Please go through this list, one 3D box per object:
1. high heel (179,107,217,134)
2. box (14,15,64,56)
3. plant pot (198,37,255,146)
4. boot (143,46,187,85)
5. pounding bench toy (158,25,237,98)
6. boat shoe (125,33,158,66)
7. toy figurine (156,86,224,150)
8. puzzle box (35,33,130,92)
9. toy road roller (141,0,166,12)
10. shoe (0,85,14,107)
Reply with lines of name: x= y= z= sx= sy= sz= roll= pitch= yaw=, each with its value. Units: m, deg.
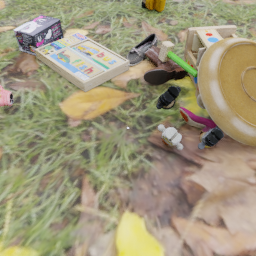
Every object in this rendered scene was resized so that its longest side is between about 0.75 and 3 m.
high heel: x=1.955 y=-0.258 z=7.698 sx=0.566 sy=0.397 sz=1.178 roll=-34 pitch=68 yaw=-16
box: x=-3.395 y=-3.599 z=10.777 sx=1.026 sy=0.891 sz=1.552 roll=22 pitch=48 yaw=21
plant pot: x=3.059 y=-1.006 z=6.849 sx=2.898 sy=0.398 sz=2.898 roll=6 pitch=72 yaw=-18
boot: x=0.913 y=-2.234 z=9.605 sx=1.652 sy=0.569 sz=1.773 roll=-8 pitch=47 yaw=-26
pounding bench toy: x=2.314 y=-1.959 z=8.645 sx=2.464 sy=1.531 sz=1.922 roll=-5 pitch=45 yaw=-5
boat shoe: x=0.486 y=-2.945 z=10.364 sx=0.627 sy=0.535 sz=1.876 roll=26 pitch=50 yaw=24
toy figurine: x=1.507 y=-0.248 z=6.905 sx=1.603 sy=1.115 sz=1.578 roll=-2 pitch=84 yaw=0
puzzle box: x=-1.649 y=-2.457 z=9.974 sx=1.995 sy=0.381 sz=2.999 roll=-34 pitch=53 yaw=-30
toy road roller: x=1.496 y=-6.286 z=13.512 sx=1.638 sy=1.007 sz=1.196 roll=-35 pitch=66 yaw=-24
shoe: x=-3.534 y=-0.915 z=7.977 sx=0.537 sy=0.421 sz=1.180 roll=-7 pitch=32 yaw=-11
